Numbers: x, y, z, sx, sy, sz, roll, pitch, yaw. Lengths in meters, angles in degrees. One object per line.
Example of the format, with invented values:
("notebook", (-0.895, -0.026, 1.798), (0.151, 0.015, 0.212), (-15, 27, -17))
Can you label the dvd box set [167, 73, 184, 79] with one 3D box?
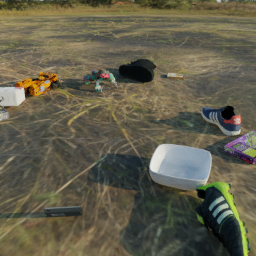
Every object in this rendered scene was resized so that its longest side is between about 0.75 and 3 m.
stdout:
("dvd box set", (2.681, -2.899, 15.638), (0.907, 0.133, 0.664), (7, 27, 12))

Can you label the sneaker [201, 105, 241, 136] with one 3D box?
("sneaker", (3.462, -0.532, 10.364), (0.766, 0.863, 2.043), (-10, 29, -18))

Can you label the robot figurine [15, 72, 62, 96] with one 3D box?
("robot figurine", (-4.316, -2.205, 13.744), (1.666, 0.669, 2.297), (11, 30, 17))

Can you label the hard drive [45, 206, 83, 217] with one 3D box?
("hard drive", (-1.408, 1.865, 6.220), (0.761, 0.531, 0.125), (-2, 63, -3))

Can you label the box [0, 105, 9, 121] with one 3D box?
("box", (-5.416, -0.492, 10.884), (1.238, 0.299, 0.980), (-21, 34, -34))

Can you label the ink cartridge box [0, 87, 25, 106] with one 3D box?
("ink cartridge box", (-5.381, -1.357, 12.033), (1.540, 0.638, 1.130), (-1, 19, -2))

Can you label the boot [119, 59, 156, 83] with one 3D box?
("boot", (0.878, -3.269, 15.630), (2.392, 0.885, 1.960), (19, 31, 35))

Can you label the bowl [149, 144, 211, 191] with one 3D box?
("bowl", (1.410, 1.091, 7.587), (1.559, 0.583, 1.561), (9, 30, 16))

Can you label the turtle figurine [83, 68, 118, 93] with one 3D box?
("turtle figurine", (-1.268, -2.475, 14.035), (1.990, 1.002, 1.490), (17, 32, 41))

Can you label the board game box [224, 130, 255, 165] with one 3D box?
("board game box", (3.984, 0.578, 8.946), (1.686, 0.272, 1.012), (-20, 38, -33))

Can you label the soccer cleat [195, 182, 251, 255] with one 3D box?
("soccer cleat", (1.941, 1.990, 5.881), (0.902, 0.751, 2.225), (-14, 25, 12))
